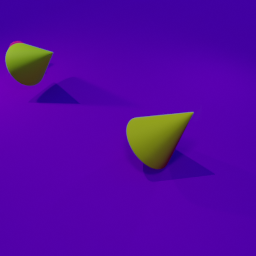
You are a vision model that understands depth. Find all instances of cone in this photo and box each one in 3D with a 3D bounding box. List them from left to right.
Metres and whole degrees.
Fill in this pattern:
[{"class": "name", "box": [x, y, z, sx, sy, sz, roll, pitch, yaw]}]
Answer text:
[{"class": "cone", "box": [-3.090, -2.388, 9.699, 1.568, 1.562, 1.562, -9, 31, 37]}, {"class": "cone", "box": [1.074, 0.016, 7.229, 1.589, 1.594, 1.589, 28, 42, -29]}]

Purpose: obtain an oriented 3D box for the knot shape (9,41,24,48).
[{"class": "knot shape", "box": [-4.397, -2.872, 11.485, 0.528, 1.069, 1.143, -33, 83, -39]}]
